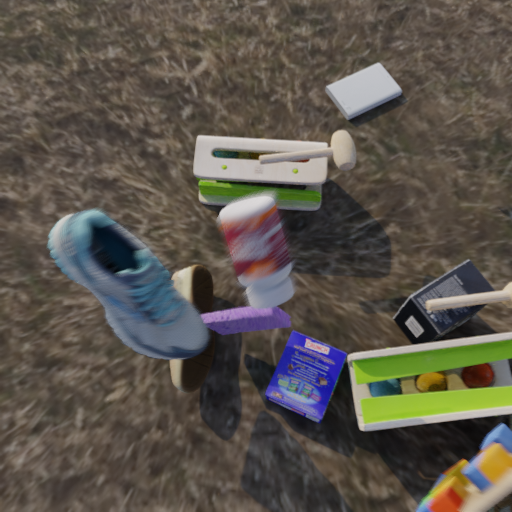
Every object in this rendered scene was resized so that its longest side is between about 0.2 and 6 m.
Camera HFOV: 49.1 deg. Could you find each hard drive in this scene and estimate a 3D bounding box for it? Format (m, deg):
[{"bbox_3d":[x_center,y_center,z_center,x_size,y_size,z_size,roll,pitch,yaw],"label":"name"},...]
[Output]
[{"bbox_3d":[1.902,-2.926,9.925,1.122,0.147,0.740,-27,69,-12],"label":"hard drive"}]

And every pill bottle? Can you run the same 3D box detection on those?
[{"bbox_3d":[0.034,-0.036,6.100,0.611,0.611,1.115,-18,106,-8],"label":"pill bottle"}]

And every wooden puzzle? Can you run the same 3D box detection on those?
[{"bbox_3d":[2.480,2.488,6.301,1.889,1.749,0.437,-47,68,25],"label":"wooden puzzle"}]

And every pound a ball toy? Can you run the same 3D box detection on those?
[{"bbox_3d":[2.507,1.334,7.458,2.523,1.072,1.645,-9,75,3],"label":"pound a ball toy"},{"bbox_3d":[0.254,-1.497,8.559,2.346,1.530,0.997,3,67,2],"label":"pound a ball toy"}]

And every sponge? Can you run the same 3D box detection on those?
[{"bbox_3d":[-0.140,0.865,7.542,1.075,0.600,0.160,-10,63,25],"label":"sponge"}]

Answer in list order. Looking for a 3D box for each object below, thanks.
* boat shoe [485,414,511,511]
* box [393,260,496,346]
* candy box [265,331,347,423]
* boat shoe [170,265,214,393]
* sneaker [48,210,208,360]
[{"bbox_3d":[3.789,2.339,7.195,0.936,0.995,2.612,22,68,9],"label":"boat shoe"},{"bbox_3d":[2.617,0.720,7.862,1.032,1.050,0.651,-31,70,-13],"label":"box"},{"bbox_3d":[0.702,1.680,7.816,0.841,0.383,0.995,22,70,11],"label":"candy box"},{"bbox_3d":[-1.015,1.043,8.016,0.595,0.661,1.832,-14,64,34],"label":"boat shoe"},{"bbox_3d":[-1.416,0.408,6.630,2.353,1.016,0.913,45,59,-17],"label":"sneaker"}]
